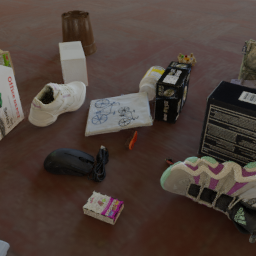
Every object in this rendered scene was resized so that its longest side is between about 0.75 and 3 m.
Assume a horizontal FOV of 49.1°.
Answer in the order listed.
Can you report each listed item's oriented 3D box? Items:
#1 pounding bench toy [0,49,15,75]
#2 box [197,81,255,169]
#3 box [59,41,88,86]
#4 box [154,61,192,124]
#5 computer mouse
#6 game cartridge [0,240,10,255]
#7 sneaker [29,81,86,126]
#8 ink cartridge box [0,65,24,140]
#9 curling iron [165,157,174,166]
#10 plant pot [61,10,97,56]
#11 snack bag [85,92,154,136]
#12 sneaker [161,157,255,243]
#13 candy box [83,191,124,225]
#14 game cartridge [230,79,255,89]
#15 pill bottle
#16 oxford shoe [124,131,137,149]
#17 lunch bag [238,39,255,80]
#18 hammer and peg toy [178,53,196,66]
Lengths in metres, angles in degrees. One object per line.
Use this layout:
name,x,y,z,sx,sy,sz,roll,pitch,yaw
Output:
pounding bench toy,-6.169,-3.291,12.649,1.154,1.857,1.449,-29,46,-32
box,3.322,0.023,8.079,2.107,2.090,1.298,22,42,26
box,-2.457,-2.868,12.533,1.029,1.313,2.110,-8,38,-11
box,1.666,-1.347,10.339,0.817,1.554,1.898,14,39,18
computer mouse,-1.553,0.919,8.220,1.914,0.505,1.326,3,38,3
game cartridge,-3.497,2.779,5.967,1.552,0.322,1.033,8,34,11
sneaker,-2.381,-1.129,10.099,1.014,1.349,2.708,32,45,12
ink cartridge box,-4.716,-0.486,8.728,1.218,2.110,2.889,13,39,13
curling iron,1.508,1.151,8.209,0.260,0.134,1.047,-24,43,-37
plant pot,-2.692,-5.072,14.937,1.967,1.947,1.967,0,38,0
snack bag,-0.313,-0.566,10.088,2.358,0.252,2.223,-10,35,6
sneaker,2.351,1.738,6.594,2.996,1.164,2.095,-1,36,-1
candy box,-0.611,1.989,7.010,0.855,0.261,0.583,15,40,19
game cartridge,5.232,-1.430,11.043,2.482,0.476,1.609,8,33,27
pill bottle,1.015,-1.805,11.453,0.934,0.934,1.668,12,38,15
oxford shoe,0.095,0.365,9.147,0.294,0.288,0.810,7,37,18
lunch bag,5.929,-2.769,11.995,2.149,1.802,1.497,16,40,20
hammer and peg toy,2.968,-3.545,14.175,0.864,0.414,1.174,0,37,0
